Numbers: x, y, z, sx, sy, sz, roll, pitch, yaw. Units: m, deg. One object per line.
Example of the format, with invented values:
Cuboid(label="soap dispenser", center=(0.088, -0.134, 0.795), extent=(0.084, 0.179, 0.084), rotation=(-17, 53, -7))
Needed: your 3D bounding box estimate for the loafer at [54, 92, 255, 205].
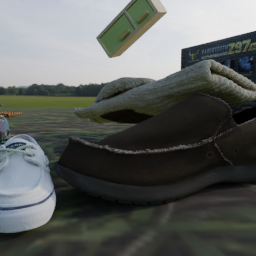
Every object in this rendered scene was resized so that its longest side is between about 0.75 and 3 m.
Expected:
Cuboid(label="loafer", center=(0.521, 0.095, 2.681), extent=(2.437, 0.869, 0.889), rotation=(-3, 6, -27))

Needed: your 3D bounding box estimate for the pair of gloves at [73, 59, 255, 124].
Cuboid(label="pair of gloves", center=(0.953, -0.070, 4.143), extent=(2.891, 0.507, 2.458), rotation=(17, -12, -42))

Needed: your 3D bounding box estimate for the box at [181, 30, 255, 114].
Cuboid(label="box", center=(2.440, -0.970, 6.711), extent=(0.739, 2.284, 2.896), rotation=(-3, 5, -31))

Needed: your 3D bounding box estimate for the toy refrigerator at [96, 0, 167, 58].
Cuboid(label="toy refrigerator", center=(0.035, -2.330, 6.374), extent=(1.613, 0.612, 0.564), rotation=(-33, 0, 36))

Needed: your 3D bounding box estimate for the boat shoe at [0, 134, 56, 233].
Cuboid(label="boat shoe", center=(-0.907, 0.327, 2.223), extent=(0.531, 0.482, 1.443), rotation=(-4, 7, -24))

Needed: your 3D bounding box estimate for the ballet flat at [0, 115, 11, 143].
Cuboid(label="ballet flat", center=(-3.298, -0.052, 5.460), extent=(2.005, 0.721, 0.721), rotation=(0, 5, 0))

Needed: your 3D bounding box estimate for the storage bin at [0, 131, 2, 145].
Cuboid(label="storage bin", center=(-1.850, 0.281, 3.146), extent=(0.622, 0.431, 0.920), rotation=(0, 4, -8))

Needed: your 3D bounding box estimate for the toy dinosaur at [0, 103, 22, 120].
Cuboid(label="toy dinosaur", center=(-5.070, -0.454, 10.461), extent=(1.923, 0.982, 1.305), rotation=(18, 11, -28))
